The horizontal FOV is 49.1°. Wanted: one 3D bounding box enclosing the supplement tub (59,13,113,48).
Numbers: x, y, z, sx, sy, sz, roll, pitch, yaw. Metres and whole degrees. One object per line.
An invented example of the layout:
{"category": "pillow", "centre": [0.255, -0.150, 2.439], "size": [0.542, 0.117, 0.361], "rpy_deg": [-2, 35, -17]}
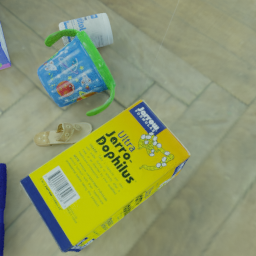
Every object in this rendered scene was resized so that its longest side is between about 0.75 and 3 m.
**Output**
{"category": "supplement tub", "centre": [-1.200, -2.700, 8.031], "size": [1.371, 0.905, 0.905], "rpy_deg": [-17, 68, -6]}

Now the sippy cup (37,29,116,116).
{"category": "sippy cup", "centre": [-1.375, -1.383, 7.184], "size": [1.559, 1.671, 2.128], "rpy_deg": [-30, 46, -2]}

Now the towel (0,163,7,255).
{"category": "towel", "centre": [-3.579, 1.922, 6.273], "size": [1.650, 0.553, 2.234], "rpy_deg": [-4, 66, -9]}

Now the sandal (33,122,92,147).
{"category": "sandal", "centre": [-1.652, 0.112, 7.029], "size": [1.500, 0.493, 0.550], "rpy_deg": [-13, 67, -6]}

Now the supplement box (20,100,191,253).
{"category": "supplement box", "centre": [-0.403, 1.056, 6.011], "size": [2.953, 1.607, 1.617], "rpy_deg": [-35, 71, -14]}

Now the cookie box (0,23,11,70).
{"category": "cookie box", "centre": [-4.692, -2.620, 7.975], "size": [2.076, 0.912, 2.427], "rpy_deg": [-19, 68, -8]}
